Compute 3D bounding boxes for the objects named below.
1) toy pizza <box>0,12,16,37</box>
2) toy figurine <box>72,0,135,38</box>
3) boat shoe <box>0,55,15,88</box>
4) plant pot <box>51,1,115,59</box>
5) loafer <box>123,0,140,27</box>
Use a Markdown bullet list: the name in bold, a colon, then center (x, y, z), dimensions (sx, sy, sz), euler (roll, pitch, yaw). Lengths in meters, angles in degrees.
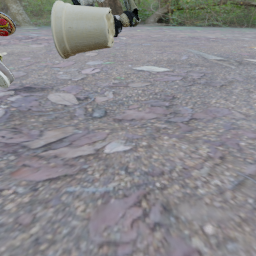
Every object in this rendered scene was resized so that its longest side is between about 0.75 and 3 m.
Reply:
- **toy pizza**: center (-2.941, -2.288, 6.229), dimensions (0.834, 0.834, 0.132), euler (-1, 69, 0)
- **toy figurine**: center (-0.947, -4.492, 10.699), dimensions (1.545, 2.187, 2.221), euler (-33, 21, -6)
- **boat shoe**: center (-2.469, -1.228, 4.814), dimensions (1.520, 0.546, 0.452), euler (33, 54, 16)
- **plant pot**: center (-1.372, -3.260, 9.295), dimensions (1.704, 1.862, 1.862), euler (1, 24, 9)
- **loafer**: center (0.226, -4.856, 11.371), dimensions (0.520, 1.384, 0.482), euler (-25, 15, -35)
